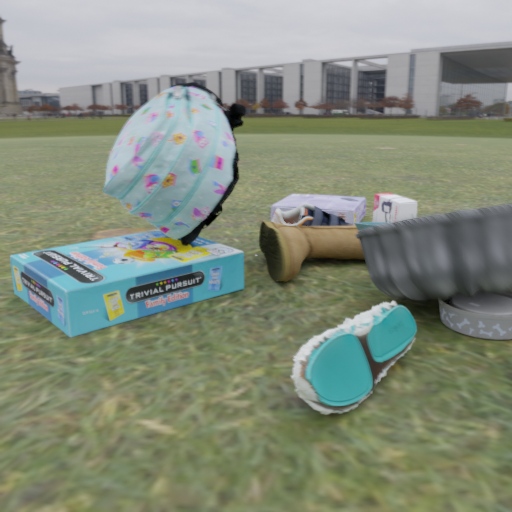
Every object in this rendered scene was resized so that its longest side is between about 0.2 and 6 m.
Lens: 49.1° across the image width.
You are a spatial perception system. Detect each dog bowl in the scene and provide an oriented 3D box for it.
[{"bbox_3d":[3.292,0.806,8.074,1.343,0.394,1.343,0,14,0],"label":"dog bowl"}]

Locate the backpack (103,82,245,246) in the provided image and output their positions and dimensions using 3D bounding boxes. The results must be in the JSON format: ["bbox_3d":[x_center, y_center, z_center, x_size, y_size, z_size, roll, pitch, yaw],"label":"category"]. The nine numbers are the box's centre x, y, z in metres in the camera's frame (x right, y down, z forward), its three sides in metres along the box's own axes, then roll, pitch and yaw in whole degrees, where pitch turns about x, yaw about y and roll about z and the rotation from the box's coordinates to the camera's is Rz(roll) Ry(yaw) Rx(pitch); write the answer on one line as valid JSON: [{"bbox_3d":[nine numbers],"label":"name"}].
[{"bbox_3d":[-1.458,-1.602,9.746,1.968,2.595,3.110,27,24,-23],"label":"backpack"}]

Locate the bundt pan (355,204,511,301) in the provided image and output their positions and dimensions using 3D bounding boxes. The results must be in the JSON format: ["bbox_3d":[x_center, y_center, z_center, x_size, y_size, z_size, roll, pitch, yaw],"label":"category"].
[{"bbox_3d":[3.044,0.006,8.305,3.028,1.136,3.028,-6,-4,0],"label":"bundt pan"}]

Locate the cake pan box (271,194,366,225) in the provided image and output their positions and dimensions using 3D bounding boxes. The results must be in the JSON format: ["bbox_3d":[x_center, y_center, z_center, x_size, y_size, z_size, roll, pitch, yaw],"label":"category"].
[{"bbox_3d":[1.649,-1.204,14.870,2.267,0.593,2.088,5,14,17],"label":"cake pan box"}]

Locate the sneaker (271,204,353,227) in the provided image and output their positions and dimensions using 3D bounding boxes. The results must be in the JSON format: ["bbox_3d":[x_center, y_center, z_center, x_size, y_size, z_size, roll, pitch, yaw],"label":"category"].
[{"bbox_3d":[1.340,-0.639,12.193,2.050,0.814,0.804,1,33,1],"label":"sneaker"}]

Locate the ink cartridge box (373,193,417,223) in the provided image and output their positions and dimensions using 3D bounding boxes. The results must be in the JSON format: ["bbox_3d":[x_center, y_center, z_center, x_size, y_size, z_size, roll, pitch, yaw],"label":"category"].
[{"bbox_3d":[3.342,-0.994,13.582,0.499,0.857,1.184,-5,17,-18],"label":"ink cartridge box"}]

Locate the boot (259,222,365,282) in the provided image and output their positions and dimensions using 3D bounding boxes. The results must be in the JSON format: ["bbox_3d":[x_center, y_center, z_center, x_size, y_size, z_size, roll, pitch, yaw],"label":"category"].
[{"bbox_3d":[1.483,-0.172,10.776,2.585,0.855,2.264,2,23,-9],"label":"boot"}]

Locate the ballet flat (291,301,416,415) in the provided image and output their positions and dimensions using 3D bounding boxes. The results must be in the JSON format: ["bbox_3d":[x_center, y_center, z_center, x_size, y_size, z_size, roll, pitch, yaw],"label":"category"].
[{"bbox_3d":[1.042,1.190,6.440,0.879,0.879,2.450,13,17,37],"label":"ballet flat"}]

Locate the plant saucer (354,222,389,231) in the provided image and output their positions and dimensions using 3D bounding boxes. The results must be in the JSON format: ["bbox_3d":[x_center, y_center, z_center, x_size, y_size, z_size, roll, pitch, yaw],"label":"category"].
[{"bbox_3d":[2.215,-0.452,9.357,0.619,0.168,1.770,-1,5,-9],"label":"plant saucer"}]

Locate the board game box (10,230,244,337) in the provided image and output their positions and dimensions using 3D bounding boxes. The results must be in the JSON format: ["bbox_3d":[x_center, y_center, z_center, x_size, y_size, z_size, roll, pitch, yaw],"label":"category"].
[{"bbox_3d":[-2.120,0.273,9.377,3.097,0.727,2.338,-13,20,-39],"label":"board game box"}]
